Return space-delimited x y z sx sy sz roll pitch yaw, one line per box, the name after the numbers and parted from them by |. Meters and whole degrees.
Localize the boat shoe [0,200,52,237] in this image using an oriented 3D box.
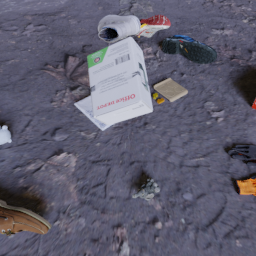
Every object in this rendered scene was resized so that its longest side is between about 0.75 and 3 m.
-3.283 2.699 7.960 2.336 0.840 0.794 9 48 23 | boat shoe

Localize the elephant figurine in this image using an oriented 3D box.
0.560 1.989 8.814 0.839 0.651 0.594 -40 17 -2 | elephant figurine

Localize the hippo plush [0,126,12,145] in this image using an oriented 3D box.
-4.847 0.324 9.895 1.590 1.267 1.279 24 51 23 | hippo plush

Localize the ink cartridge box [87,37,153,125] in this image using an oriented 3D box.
-0.225 -1.122 6.966 1.316 0.758 1.804 -17 67 21 | ink cartridge box

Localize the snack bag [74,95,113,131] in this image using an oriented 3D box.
-0.813 -0.971 11.876 2.228 0.238 2.100 -31 53 -27 | snack bag

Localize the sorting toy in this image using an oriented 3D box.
1.725 -1.602 12.540 1.598 0.214 1.190 -29 57 -25 | sorting toy

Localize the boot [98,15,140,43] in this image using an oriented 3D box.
-0.603 -3.145 8.910 0.975 0.750 2.039 -32 28 -29 | boot

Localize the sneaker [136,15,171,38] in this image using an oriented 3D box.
1.053 -4.464 12.401 1.845 0.758 0.718 6 58 35 | sneaker

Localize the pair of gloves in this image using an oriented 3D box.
4.509 1.418 9.528 1.955 0.271 2.194 3 45 3 | pair of gloves

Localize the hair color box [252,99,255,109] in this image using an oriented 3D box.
6.300 -1.704 11.862 2.307 1.280 0.738 -33 54 -29 | hair color box

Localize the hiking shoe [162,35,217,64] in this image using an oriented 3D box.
3.284 -4.252 14.468 2.963 1.102 1.285 26 52 23 | hiking shoe
